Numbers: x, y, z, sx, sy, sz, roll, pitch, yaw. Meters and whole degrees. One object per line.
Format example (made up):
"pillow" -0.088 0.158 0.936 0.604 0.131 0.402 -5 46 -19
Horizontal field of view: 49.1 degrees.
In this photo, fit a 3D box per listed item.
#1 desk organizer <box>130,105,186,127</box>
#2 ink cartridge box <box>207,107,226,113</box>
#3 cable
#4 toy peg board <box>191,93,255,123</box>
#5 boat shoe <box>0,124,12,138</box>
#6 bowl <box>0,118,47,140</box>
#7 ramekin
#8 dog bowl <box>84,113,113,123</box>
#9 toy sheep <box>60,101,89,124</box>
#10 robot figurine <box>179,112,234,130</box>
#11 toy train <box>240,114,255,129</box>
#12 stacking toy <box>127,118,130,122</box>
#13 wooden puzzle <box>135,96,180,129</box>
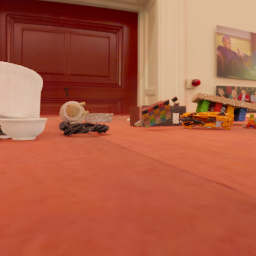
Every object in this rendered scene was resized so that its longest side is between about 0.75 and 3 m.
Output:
"desk organizer" 1.403 -0.554 12.934 2.609 0.936 1.004 -2 2 -33
"ink cartridge box" 4.361 -0.600 13.871 0.644 0.890 0.647 0 5 -39
"cable" -1.199 0.043 7.981 1.337 0.416 1.639 4 -1 -28
"toy peg board" 4.560 -0.710 14.043 2.722 1.337 2.733 13 2 6
"boat shoe" -3.146 0.069 7.081 0.789 0.358 0.279 2 4 28
"bowl" -2.496 0.021 6.697 1.115 0.501 1.115 -1 3 0
"ramekin" -3.732 -0.715 7.739 2.696 1.314 2.696 -6 -11 -1
"dog bowl" -1.839 -0.631 17.187 1.883 0.552 1.883 1 4 0
"toy sheep" -2.508 -0.642 12.756 1.249 1.249 1.811 -1 -16 -17
"robot figurine" 2.928 -0.290 10.629 1.968 0.573 1.427 2 12 27
"toy train" 4.827 -0.286 11.011 0.437 0.597 1.032 -1 4 -28
"stacking toy" 0.919 -0.533 17.723 1.679 0.709 1.520 -1 28 47
"wooden puzzle" 1.033 -0.517 10.024 1.765 0.124 1.047 -23 -36 -4
